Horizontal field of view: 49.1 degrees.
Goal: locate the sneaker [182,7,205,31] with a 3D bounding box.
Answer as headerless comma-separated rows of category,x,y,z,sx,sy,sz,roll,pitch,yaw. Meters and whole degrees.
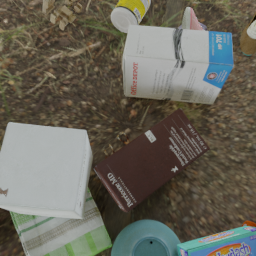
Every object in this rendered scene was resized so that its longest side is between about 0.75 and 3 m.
sneaker,2.410,-3.204,9.664,1.006,0.725,1.925,-1,82,-2

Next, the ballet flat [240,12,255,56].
ballet flat,4.645,-3.637,9.910,0.791,0.844,2.333,29,68,13

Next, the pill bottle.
pill bottle,0.206,-4.450,10.210,1.020,1.020,1.833,23,66,11

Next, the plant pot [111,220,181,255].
plant pot,0.491,3.009,6.505,1.830,1.232,1.830,0,64,-1

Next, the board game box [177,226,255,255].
board game box,2.237,3.604,6.062,1.879,0.556,2.470,-8,81,-15

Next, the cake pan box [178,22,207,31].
cake pan box,2.329,-3.619,10.253,0.839,0.219,0.773,36,67,15

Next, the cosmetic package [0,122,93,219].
cosmetic package,-1.838,1.110,6.554,1.735,2.086,1.746,6,68,-1

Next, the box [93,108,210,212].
box,0.612,0.819,7.509,2.806,1.051,1.405,-35,86,-14

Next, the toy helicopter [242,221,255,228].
toy helicopter,3.477,2.099,6.117,1.065,2.701,1.786,19,84,9

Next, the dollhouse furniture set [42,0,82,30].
dollhouse furniture set,-2.545,-4.346,10.472,1.206,0.785,1.108,36,68,-7

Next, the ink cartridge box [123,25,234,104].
ink cartridge box,1.358,-1.793,8.310,2.863,2.097,1.230,7,66,3

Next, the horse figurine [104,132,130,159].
horse figurine,-0.128,0.646,8.128,0.839,0.316,1.266,38,64,11

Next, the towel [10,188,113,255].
towel,-1.912,2.225,7.324,2.111,0.434,2.829,-26,67,-11
